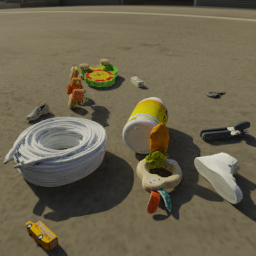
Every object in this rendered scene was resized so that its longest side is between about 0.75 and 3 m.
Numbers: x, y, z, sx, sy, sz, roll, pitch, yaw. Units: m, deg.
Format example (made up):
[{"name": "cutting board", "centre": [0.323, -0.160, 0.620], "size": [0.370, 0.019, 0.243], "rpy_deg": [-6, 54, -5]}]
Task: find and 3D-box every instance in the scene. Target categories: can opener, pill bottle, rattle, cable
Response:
[{"name": "can opener", "centre": [3.720, 0.034, 10.721], "size": [1.932, 0.646, 0.515], "rpy_deg": [-5, 31, -9]}, {"name": "pill bottle", "centre": [0.754, -0.229, 10.461], "size": [1.360, 1.360, 2.490], "rpy_deg": [8, 31, 13]}, {"name": "rattle", "centre": [0.974, 1.135, 8.052], "size": [1.445, 1.585, 2.219], "rpy_deg": [27, 28, 4]}, {"name": "cable", "centre": [-2.187, 0.668, 9.276], "size": [2.998, 1.038, 2.998], "rpy_deg": [-2, 29, -4]}]

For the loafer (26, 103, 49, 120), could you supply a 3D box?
[{"name": "loafer", "centre": [-3.955, -0.714, 12.206], "size": [0.439, 0.438, 1.256], "rpy_deg": [15, 34, 24]}]

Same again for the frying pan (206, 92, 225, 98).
[{"name": "frying pan", "centre": [4.510, -1.697, 14.189], "size": [1.093, 0.178, 0.661], "rpy_deg": [-4, 31, 0]}]

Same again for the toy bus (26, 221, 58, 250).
[{"name": "toy bus", "centre": [-2.094, 2.557, 6.763], "size": [0.896, 0.291, 0.351], "rpy_deg": [25, 38, 35]}]

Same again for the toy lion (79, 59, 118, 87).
[{"name": "toy lion", "centre": [-1.522, -3.050, 16.029], "size": [2.381, 0.818, 2.283], "rpy_deg": [-24, 45, -35]}]

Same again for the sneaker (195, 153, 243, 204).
[{"name": "sneaker", "centre": [3.010, 1.361, 8.376], "size": [1.156, 0.737, 2.000], "rpy_deg": [-13, 31, -15]}]

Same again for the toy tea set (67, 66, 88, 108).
[{"name": "toy tea set", "centre": [-2.260, -1.727, 13.122], "size": [0.929, 1.492, 2.510], "rpy_deg": [7, 38, -21]}]

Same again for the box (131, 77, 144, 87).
[{"name": "box", "centre": [0.504, -2.551, 15.478], "size": [0.368, 0.307, 0.897], "rpy_deg": [-14, 33, -23]}]
